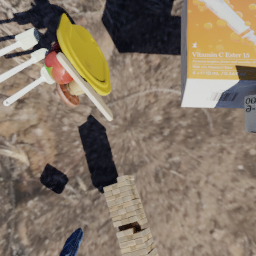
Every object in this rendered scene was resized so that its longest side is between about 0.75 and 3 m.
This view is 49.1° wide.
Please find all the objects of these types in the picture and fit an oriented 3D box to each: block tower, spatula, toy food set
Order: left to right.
[{"bbox_3d":[-2.442,-1.431,6.568,0.157,1.953,1.358,-9,119,38],"label":"spatula"},{"bbox_3d":[-1.142,-1.228,5.723,0.892,2.731,1.606,-30,126,17],"label":"toy food set"},{"bbox_3d":[0.091,2.272,6.404,0.663,0.619,2.293,-21,75,17],"label":"block tower"}]

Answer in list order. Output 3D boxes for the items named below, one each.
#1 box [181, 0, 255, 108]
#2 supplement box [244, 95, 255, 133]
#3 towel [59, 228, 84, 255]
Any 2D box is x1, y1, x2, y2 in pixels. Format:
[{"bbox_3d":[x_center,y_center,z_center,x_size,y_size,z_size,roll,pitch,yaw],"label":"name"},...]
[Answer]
[{"bbox_3d":[1.852,-1.712,5.605,1.494,1.170,2.401,2,70,6],"label":"box"},{"bbox_3d":[3.046,-0.252,4.544,1.850,1.166,0.680,-2,92,-8],"label":"supplement box"},{"bbox_3d":[-1.380,2.848,6.540,0.261,1.076,0.601,40,106,-8],"label":"towel"}]
